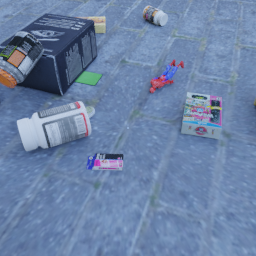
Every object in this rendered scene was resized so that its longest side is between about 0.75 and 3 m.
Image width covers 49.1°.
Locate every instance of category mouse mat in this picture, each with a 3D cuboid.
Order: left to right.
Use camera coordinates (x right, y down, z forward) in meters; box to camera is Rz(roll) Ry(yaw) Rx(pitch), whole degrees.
[{"bbox_3d":[-1.490,-1.837,10.248,0.964,0.036,0.775,12,45,14],"label":"mouse mat"}]

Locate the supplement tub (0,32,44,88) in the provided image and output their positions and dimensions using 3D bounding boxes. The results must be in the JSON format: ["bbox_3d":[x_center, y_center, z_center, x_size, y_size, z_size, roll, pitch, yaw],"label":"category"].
[{"bbox_3d":[-3.115,-1.903,7.885,0.897,0.897,1.464,19,66,19],"label":"supplement tub"}]

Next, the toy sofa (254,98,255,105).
[{"bbox_3d":[4.456,-0.379,8.140,1.016,0.862,2.083,5,44,7],"label":"toy sofa"}]

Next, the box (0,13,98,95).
[{"bbox_3d":[-2.693,-2.758,10.097,2.171,1.530,2.934,15,46,16],"label":"box"}]

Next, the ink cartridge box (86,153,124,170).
[{"bbox_3d":[-0.602,0.882,7.346,0.958,0.178,0.454,0,44,3],"label":"ink cartridge box"}]

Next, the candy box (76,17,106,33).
[{"bbox_3d":[-1.824,-4.784,13.000,1.569,0.434,0.906,-2,44,-2],"label":"candy box"}]

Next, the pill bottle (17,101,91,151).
[{"bbox_3d":[-2.002,-0.036,7.667,1.788,1.018,1.018,-17,47,-17],"label":"pill bottle"}]

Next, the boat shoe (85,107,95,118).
[{"bbox_3d":[-1.608,-0.410,8.500,1.287,0.399,0.463,-22,48,-22],"label":"boat shoe"}]

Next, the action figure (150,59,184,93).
[{"bbox_3d":[1.324,-1.788,9.916,0.585,0.462,1.788,26,54,32],"label":"action figure"}]

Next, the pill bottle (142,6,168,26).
[{"bbox_3d":[1.308,-5.377,13.456,0.675,0.675,1.160,-32,53,-29],"label":"pill bottle"}]

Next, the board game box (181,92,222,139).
[{"bbox_3d":[2.241,-0.403,8.448,1.103,0.480,1.495,9,45,10],"label":"board game box"}]
